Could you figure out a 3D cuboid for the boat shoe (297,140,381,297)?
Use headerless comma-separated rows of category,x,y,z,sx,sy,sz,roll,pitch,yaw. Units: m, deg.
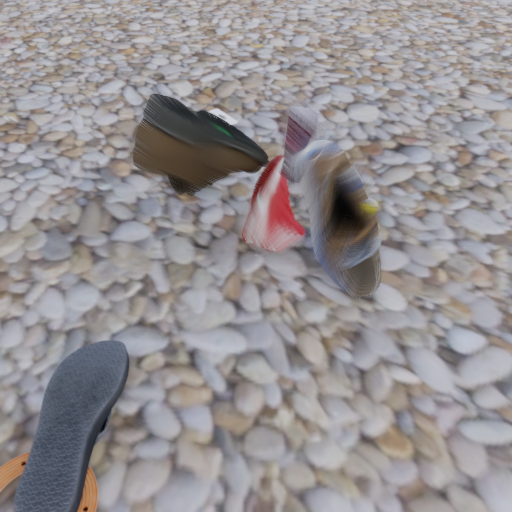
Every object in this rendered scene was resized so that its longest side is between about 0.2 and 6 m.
boat shoe,1.409,-0.380,8.906,1.034,2.862,1.036,-27,28,-1

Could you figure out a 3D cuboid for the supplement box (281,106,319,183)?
supplement box,0.697,-1.811,9.097,0.351,1.153,0.627,4,17,-11

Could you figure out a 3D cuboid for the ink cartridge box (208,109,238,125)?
ink cartridge box,-1.332,-2.886,13.358,1.639,0.556,0.944,-28,49,-27

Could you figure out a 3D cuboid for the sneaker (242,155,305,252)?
sneaker,0.471,-0.925,10.637,1.054,0.715,1.824,24,80,-21

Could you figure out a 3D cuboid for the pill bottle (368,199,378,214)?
pill bottle,2.191,-0.833,11.222,0.334,0.334,0.601,19,60,20

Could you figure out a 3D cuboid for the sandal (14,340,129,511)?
sandal,-2.480,2.331,7.633,1.023,0.576,2.691,6,49,10

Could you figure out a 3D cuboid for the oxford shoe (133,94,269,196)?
oxford shoe,-1.001,-1.828,10.180,1.258,1.461,3.461,40,20,27

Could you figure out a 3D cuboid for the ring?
ring,-2.765,3.157,6.986,1.574,0.151,1.574,1,42,-1
